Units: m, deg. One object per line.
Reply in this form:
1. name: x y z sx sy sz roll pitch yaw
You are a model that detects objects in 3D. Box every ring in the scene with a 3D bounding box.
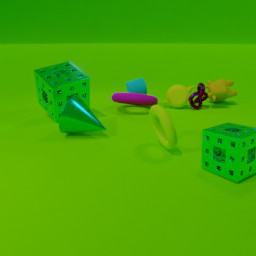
1. ring: 0.255 -1.095 10.745 1.798 0.360 1.798 6 2 0
2. ring: 0.874 -0.017 7.011 0.238 1.189 1.189 -23 24 -10

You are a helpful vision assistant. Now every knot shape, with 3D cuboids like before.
1. knot shape: 2.816 -1.295 11.028 0.486 0.984 1.052 24 33 29

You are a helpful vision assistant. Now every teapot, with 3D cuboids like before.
1. teapot: 2.036 -1.305 11.152 1.446 0.899 0.708 -29 5 16

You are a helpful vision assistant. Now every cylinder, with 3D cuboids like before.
1. cylinder: 0.364 -1.683 11.902 0.724 0.724 0.724 -17 21 -8

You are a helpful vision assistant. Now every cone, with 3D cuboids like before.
1. cone: -1.128 -0.166 7.966 1.187 1.182 1.182 23 24 14

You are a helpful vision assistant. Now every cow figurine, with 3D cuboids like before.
1. cow figurine: 3.670 -1.490 11.528 1.583 0.883 1.609 -12 -10 -19

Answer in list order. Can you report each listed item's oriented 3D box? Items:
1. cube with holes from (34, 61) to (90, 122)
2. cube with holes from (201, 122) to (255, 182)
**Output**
1. cube with holes: -2.247 -1.282 9.665 1.348 1.348 1.348 -24 48 -31
2. cube with holes: 2.223 0.464 5.978 0.896 0.896 0.896 -13 19 -34
